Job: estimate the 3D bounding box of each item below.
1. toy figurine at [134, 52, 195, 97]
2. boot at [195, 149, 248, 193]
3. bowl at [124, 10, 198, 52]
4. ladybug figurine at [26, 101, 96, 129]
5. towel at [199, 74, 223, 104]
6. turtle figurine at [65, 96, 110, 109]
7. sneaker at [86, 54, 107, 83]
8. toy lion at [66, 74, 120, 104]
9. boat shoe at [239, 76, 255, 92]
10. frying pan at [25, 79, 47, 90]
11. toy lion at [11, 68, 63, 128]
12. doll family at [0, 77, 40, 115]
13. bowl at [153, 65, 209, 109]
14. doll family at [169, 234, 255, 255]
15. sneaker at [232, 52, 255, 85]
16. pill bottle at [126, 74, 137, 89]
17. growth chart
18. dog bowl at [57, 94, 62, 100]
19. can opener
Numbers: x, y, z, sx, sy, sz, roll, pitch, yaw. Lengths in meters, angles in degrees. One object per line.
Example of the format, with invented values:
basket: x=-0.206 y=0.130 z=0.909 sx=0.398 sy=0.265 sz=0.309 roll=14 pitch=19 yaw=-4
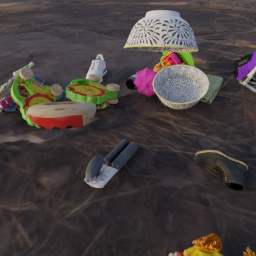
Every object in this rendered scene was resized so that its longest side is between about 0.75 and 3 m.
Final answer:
toy figurine: x=1.424 y=-2.666 z=13.878 sx=2.683 sy=2.189 sz=2.915 roll=-39 pitch=5 yaw=-14
boot: x=2.848 y=1.297 z=8.677 sx=1.649 sy=0.639 sz=1.141 roll=10 pitch=39 yaw=17
bowl: x=1.183 y=-3.373 z=9.835 sx=2.633 sy=1.236 sz=2.633 roll=2 pitch=11 yaw=0
ladybug figurine: x=-2.027 y=-0.394 z=8.659 sx=2.110 sy=0.759 sz=1.432 roll=-3 pitch=11 yaw=-9
towel: x=3.518 y=-2.140 z=14.094 sx=2.153 sy=0.529 sz=2.902 roll=18 pitch=37 yaw=24
turtle figurine: x=-1.950 y=-0.963 z=12.064 sx=2.083 sy=0.671 sz=1.679 roll=14 pitch=15 yaw=6
sneaker: x=-1.776 y=-3.180 z=15.314 sx=0.943 sy=0.993 sz=2.468 roll=4 pitch=34 yaw=3
toy lion: x=-1.790 y=-1.691 z=12.675 sx=2.415 sy=0.865 sz=2.519 roll=-10 pitch=31 yaw=-39
boat shoe: x=6.380 y=-2.408 z=14.509 sx=0.589 sy=0.531 sz=1.667 roll=-9 pitch=34 yaw=-14
frying pan: x=-5.098 y=-2.109 z=14.298 sx=1.265 sy=0.340 sz=2.092 roll=16 pitch=33 yaw=24
toy lion: x=-3.663 y=-1.074 z=11.203 sx=2.126 sy=0.730 sz=2.038 roll=29 pitch=55 yaw=-23
doll family: x=-4.773 y=-1.077 z=11.842 sx=1.645 sy=1.195 sz=2.651 roll=-2 pitch=34 yaw=36
bowl: x=2.302 y=-1.609 z=12.436 sx=2.395 sy=1.124 sz=2.395 roll=-3 pitch=53 yaw=4
doll family: x=1.922 y=2.967 z=5.529 sx=2.480 sy=1.117 sz=1.539 roll=25 pitch=40 yaw=33
sneaker: x=3.456 y=-1.889 z=8.152 sx=0.711 sy=1.430 sz=0.497 roll=35 pitch=62 yaw=13
pill bottle: x=0.380 y=-2.451 z=14.520 sx=0.598 sy=0.598 sz=1.070 roll=18 pitch=36 yaw=25
growth chart: x=-5.303 y=-1.707 z=12.176 sx=2.763 sy=0.245 sz=2.000 roll=-40 pitch=16 yaw=18
dog bowl: x=-3.482 y=-1.489 z=13.393 sx=0.756 sy=0.187 sz=0.422 roll=-26 pitch=40 yaw=-33
can opener: x=-0.483 y=0.960 z=8.945 sx=0.663 sy=0.831 sz=2.487 roll=16 pitch=36 yaw=24
